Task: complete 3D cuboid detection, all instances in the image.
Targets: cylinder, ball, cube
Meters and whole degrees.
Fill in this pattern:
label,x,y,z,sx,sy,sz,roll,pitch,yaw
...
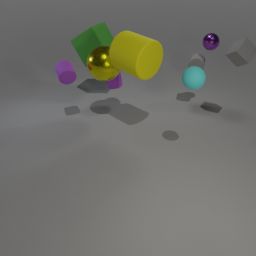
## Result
label,x,y,z,sx,sy,sz,roll,pitch,yaw
cylinder,-0.646,-2.234,12.735,0.700,0.700,0.700,-7,36,5
ball,1.994,-1.514,8.501,0.700,0.700,0.700,0,31,0
cylinder,-2.478,-2.212,11.136,0.700,0.700,0.700,-12,52,-20
cube,-1.576,-4.008,13.421,1.400,1.400,1.400,-20,19,31
ball,3.512,-3.644,11.848,0.700,0.700,0.700,0,31,0
cylinder,0.288,-2.594,9.988,1.400,1.400,1.400,-27,46,-37
ball,-0.952,-2.573,11.217,1.400,1.400,1.400,0,31,0
cylinder,3.081,-2.897,12.547,0.700,0.700,0.700,8,33,14
cube,4.308,-2.873,10.634,0.700,0.700,0.700,-53,14,-8
